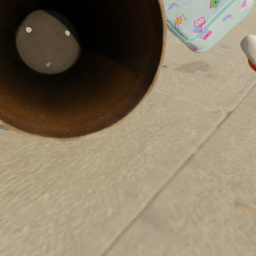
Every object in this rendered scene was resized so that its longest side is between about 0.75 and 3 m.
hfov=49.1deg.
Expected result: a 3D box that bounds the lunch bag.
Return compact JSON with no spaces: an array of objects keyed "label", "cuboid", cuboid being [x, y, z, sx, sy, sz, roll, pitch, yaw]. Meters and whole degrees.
[{"label":"lunch bag","cuboid":[1.743,-3.470,7.512,1.038,2.161,2.694,12,40,-50]}]

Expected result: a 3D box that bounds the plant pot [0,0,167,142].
[{"label":"plant pot","cuboid":[-1.178,-1.443,4.593,2.653,2.653,2.838,-12,18,-16]}]

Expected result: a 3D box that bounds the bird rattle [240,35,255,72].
[{"label":"bird rattle","cuboid":[1.913,-0.792,3.748,1.091,0.754,1.338,43,44,5]}]
